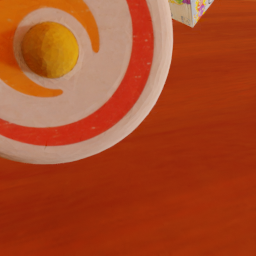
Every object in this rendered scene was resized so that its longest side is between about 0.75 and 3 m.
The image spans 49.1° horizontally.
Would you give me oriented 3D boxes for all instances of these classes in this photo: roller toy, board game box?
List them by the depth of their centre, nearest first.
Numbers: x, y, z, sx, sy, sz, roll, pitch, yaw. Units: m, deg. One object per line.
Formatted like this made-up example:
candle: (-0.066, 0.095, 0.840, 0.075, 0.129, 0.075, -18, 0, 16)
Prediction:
roller toy: (-0.904, -0.981, 3.115, 2.500, 2.741, 1.915, -47, 26, 5)
board game box: (1.055, -2.494, 4.066, 0.855, 0.871, 1.661, 36, 84, 24)
